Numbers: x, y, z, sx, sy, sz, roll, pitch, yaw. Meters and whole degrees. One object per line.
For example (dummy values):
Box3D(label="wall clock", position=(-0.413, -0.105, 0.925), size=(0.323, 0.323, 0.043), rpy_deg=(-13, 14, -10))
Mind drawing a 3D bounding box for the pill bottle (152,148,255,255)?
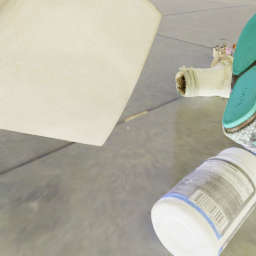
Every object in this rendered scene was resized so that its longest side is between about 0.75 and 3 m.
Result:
Box3D(label="pill bottle", position=(1.418, 1.172, 4.646), size=(1.131, 1.131, 1.988), rpy_deg=(27, 41, 36))

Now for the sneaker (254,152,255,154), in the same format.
Box3D(label="sneaker", position=(3.842, 0.438, 5.824), size=(1.021, 1.134, 2.911), rpy_deg=(-22, 38, -32))

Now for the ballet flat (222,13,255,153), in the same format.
Box3D(label="ballet flat", position=(2.109, -0.751, 4.271), size=(1.049, 1.049, 2.917), rpy_deg=(12, 51, 19))

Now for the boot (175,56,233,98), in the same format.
Box3D(label="boot", position=(2.672, -1.811, 9.645), size=(2.089, 0.973, 2.701), rpy_deg=(0, 34, 0))

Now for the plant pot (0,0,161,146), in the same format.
Box3D(label="plant pot", position=(-1.191, -1.700, 4.627), size=(2.817, 2.496, 2.820), rpy_deg=(15, 35, -48))

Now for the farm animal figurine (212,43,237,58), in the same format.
Box3D(label="farm animal figurine", position=(4.189, -3.245, 12.329), size=(1.309, 0.683, 1.295), rpy_deg=(-20, 24, -17))
